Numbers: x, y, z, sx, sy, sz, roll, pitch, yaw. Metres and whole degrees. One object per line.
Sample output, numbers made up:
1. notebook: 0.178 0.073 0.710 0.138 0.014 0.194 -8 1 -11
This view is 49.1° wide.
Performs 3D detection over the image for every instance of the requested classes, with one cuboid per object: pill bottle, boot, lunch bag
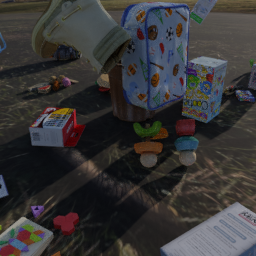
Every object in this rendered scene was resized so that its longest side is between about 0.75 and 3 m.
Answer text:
1. pill bottle: -4.066 -4.893 17.738 2.049 1.088 1.088 -9 29 -16
2. boot: -1.186 -1.998 6.687 1.943 2.513 0.906 50 44 -2
3. lunch bag: 0.808 -1.840 7.371 1.018 2.696 2.160 19 32 37

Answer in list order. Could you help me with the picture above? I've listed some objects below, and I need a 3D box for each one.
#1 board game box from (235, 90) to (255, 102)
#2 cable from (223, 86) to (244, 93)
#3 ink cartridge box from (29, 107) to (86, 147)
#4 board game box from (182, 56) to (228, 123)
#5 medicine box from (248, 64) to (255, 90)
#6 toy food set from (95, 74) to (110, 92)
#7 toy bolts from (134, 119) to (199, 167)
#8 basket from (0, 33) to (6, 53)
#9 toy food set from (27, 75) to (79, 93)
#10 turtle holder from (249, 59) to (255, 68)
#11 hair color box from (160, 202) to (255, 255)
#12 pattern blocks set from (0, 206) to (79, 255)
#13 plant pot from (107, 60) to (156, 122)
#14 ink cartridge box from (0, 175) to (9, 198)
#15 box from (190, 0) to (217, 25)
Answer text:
1. board game box: 5.090 -1.408 12.222 0.626 0.159 0.925 3 28 6
2. cable: 4.874 -1.860 12.735 1.192 0.579 0.300 -21 77 -27
3. ink cartridge box: -2.229 -0.060 9.175 1.385 0.662 1.578 3 28 4
4. board game box: 2.763 -1.419 10.220 1.061 2.060 1.080 22 35 35
5. medicine box: 6.354 -2.477 13.181 1.243 1.132 0.640 -22 35 -35
6. toy food set: -0.390 -2.175 13.230 2.306 0.561 2.283 10 30 19
7. toy bolts: 1.138 0.533 8.104 1.768 1.226 1.689 -5 -14 11
8. basket: -9.140 -5.736 18.740 1.386 1.757 1.992 8 47 19
9. toy food set: -3.517 -2.143 13.386 1.424 0.353 2.240 18 33 30
10. turtle holder: 7.431 -3.571 15.602 0.836 0.781 1.100 -17 33 -27
11. hair color box: 1.601 2.113 4.887 1.865 0.565 0.923 -22 25 -22
12. pattern blocks set: -2.098 2.269 5.351 1.883 0.174 2.142 7 29 13
13. plant pot: 0.224 -1.543 10.324 2.224 2.202 2.224 1 28 0
14. ink cartridge box: -3.390 1.563 6.644 0.944 0.222 0.933 -14 30 -27
15. box: 2.663 -4.299 9.879 0.565 1.032 1.170 35 30 -1
